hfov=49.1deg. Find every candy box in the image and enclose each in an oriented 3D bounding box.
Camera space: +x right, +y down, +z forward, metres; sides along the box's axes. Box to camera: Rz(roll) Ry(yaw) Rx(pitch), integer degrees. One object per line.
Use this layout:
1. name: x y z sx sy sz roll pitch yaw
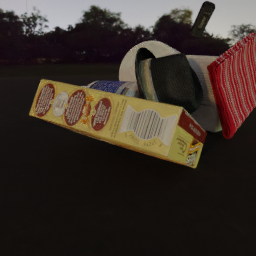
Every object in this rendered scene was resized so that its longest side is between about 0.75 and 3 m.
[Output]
1. candy box: -0.187 -0.087 5.326 2.932 0.811 1.693 16 -6 29

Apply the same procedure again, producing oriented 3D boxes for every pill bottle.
1. pill bottle: -0.474 -0.578 7.776 2.448 1.465 1.465 11 17 40

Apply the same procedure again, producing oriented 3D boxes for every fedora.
1. fedora: 1.175 -1.064 7.193 1.198 2.623 2.623 -21 4 23

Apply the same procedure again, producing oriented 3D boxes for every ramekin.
1. ramekin: 0.950 -2.019 10.808 2.664 2.664 1.299 7 -1 27

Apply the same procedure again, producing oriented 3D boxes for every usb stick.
1. usb stick: 2.703 -3.923 10.233 0.484 0.284 1.744 22 -17 3

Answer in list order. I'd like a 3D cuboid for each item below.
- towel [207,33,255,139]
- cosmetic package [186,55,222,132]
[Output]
1. towel: 3.131 -1.245 7.688 0.323 2.075 2.870 3 32 45
2. cosmetic package: 2.512 -1.162 8.772 1.749 2.122 1.751 -11 20 -43
